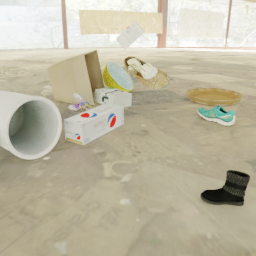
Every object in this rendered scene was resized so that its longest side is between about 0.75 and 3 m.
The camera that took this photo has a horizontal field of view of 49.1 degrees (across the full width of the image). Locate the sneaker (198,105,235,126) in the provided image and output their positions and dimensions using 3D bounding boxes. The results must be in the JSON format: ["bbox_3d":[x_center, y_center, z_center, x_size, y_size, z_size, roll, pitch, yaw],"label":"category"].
[{"bbox_3d":[3.872,-0.656,12.202,0.699,0.718,1.804,-16,25,-37],"label":"sneaker"}]

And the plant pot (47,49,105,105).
[{"bbox_3d":[-2.852,-2.690,15.363,2.323,2.621,2.624,-6,19,11],"label":"plant pot"}]

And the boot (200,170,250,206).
[{"bbox_3d":[2.289,1.388,6.643,1.066,0.797,0.401,2,21,5],"label":"boot"}]

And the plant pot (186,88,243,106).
[{"bbox_3d":[4.735,-1.725,15.502,2.983,0.410,2.983,-1,21,0],"label":"plant pot"}]

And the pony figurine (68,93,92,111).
[{"bbox_3d":[-2.268,-1.120,13.569,1.002,0.865,1.038,26,1,-33],"label":"pony figurine"}]

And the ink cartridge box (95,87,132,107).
[{"bbox_3d":[-0.769,-1.576,14.534,1.221,0.692,1.665,-14,27,-41],"label":"ink cartridge box"}]

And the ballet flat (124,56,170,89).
[{"bbox_3d":[0.659,-2.473,12.167,0.964,0.893,2.735,-51,45,-7],"label":"ballet flat"}]

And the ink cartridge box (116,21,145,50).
[{"bbox_3d":[0.093,-3.780,11.391,1.095,0.597,0.276,-37,23,23],"label":"ink cartridge box"}]

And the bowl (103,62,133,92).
[{"bbox_3d":[-0.829,-2.832,17.028,1.151,2.139,2.139,-39,1,29],"label":"bowl"}]

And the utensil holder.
[{"bbox_3d":[-3.704,-0.208,9.282,2.329,1.979,1.979,14,25,37],"label":"utensil holder"}]

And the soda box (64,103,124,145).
[{"bbox_3d":[-1.225,-0.233,10.896,0.901,0.842,2.645,13,24,31],"label":"soda box"}]
